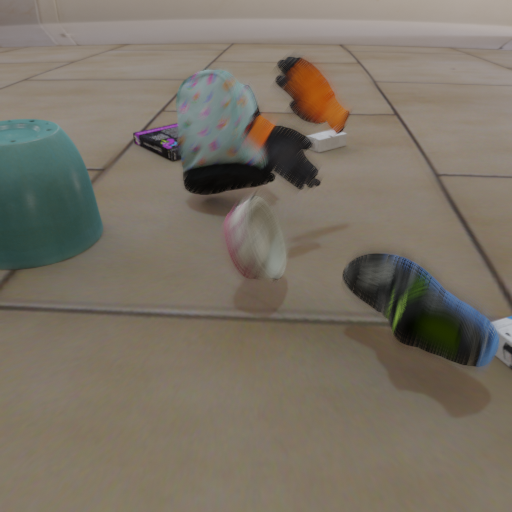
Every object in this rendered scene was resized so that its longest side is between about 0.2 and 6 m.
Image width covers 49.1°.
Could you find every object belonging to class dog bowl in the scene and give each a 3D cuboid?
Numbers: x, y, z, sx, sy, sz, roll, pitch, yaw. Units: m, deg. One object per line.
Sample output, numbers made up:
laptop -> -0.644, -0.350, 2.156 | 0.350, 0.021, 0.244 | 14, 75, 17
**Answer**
dog bowl -> -0.025, -0.239, 8.971 | 0.505, 1.370, 1.370 | -16, 23, 23

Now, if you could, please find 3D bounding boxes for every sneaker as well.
sneaker -> 2.020, 0.621, 7.320 | 0.955, 0.817, 2.305 | 6, 25, -46

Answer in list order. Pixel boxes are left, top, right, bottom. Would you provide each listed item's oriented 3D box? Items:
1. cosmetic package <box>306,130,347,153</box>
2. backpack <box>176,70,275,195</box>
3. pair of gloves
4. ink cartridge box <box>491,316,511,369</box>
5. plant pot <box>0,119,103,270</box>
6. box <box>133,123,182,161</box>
cosmetic package -> 2.029, -3.327, 16.175 | 1.116, 0.413, 0.567 | -22, 36, -32
backpack -> -0.761, -2.747, 12.305 | 2.121, 2.541, 1.609 | -5, -3, 18
pair of gloves -> 0.802, -2.348, 9.967 | 0.260, 1.873, 2.102 | 6, 66, 51
ink cartridge box -> 3.804, 1.282, 7.792 | 0.722, 0.417, 0.996 | -11, 31, -20
plant pot -> -4.462, -1.349, 10.742 | 2.734, 2.194, 2.734 | 0, 29, 0
box -> -2.360, -3.308, 16.173 | 1.529, 0.386, 2.138 | -22, 34, -33
